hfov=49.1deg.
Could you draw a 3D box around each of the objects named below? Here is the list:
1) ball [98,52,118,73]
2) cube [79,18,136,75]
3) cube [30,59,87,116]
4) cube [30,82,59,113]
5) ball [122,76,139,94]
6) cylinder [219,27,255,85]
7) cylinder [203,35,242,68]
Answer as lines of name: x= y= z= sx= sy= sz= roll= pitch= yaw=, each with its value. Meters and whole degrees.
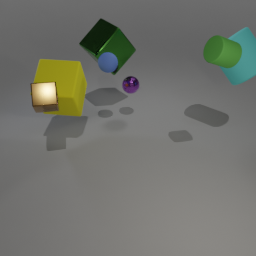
ball: x=-0.709 y=-2.303 z=9.869 sx=0.700 sy=0.700 sz=0.700 roll=0 pitch=31 yaw=0
cube: x=-0.828 y=-3.298 z=11.402 sx=1.400 sy=1.400 sz=1.400 roll=-49 pitch=50 yaw=2
cube: x=-2.299 y=-1.353 z=9.622 sx=1.400 sy=1.400 sz=1.400 roll=4 pitch=67 yaw=4
cube: x=-2.430 y=-0.892 z=8.234 sx=0.700 sy=0.700 sz=0.700 roll=-6 pitch=-10 yaw=-12
ball: x=0.111 y=-1.730 z=11.237 sx=0.700 sy=0.700 sz=0.700 roll=0 pitch=31 yaw=0
cylinder: x=3.798 y=-2.416 z=9.524 sx=1.400 sy=1.400 sz=1.400 roll=-37 pitch=6 yaw=5
cylinder: x=2.458 y=-1.974 z=7.293 sx=0.700 sy=0.700 sz=0.700 roll=7 pitch=25 yaw=-30
